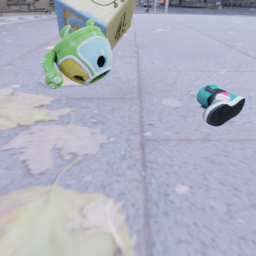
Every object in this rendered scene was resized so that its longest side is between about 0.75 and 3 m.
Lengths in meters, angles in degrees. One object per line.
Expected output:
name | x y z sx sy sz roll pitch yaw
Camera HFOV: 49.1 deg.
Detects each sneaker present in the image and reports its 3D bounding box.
sneaker | 1.407 -0.420 4.695 1.144 0.478 0.691 -18 38 -43

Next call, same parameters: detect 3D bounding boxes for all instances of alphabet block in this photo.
alphabet block | -1.018 -3.682 9.071 1.855 1.864 1.899 31 69 3

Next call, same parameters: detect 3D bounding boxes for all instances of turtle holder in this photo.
turtle holder | -0.905 -1.331 5.307 1.065 0.996 1.402 -33 2 33
